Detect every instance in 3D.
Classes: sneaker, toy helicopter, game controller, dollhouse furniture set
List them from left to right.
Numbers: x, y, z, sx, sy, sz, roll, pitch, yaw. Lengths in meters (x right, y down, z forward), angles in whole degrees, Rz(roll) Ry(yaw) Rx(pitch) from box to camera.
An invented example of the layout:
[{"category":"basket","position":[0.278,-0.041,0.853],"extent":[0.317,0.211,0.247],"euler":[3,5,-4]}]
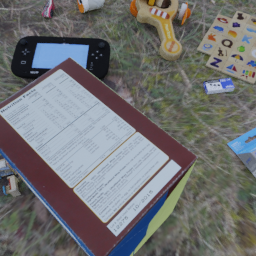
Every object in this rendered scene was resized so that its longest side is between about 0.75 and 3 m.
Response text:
[{"category":"dollhouse furniture set","position":[-2.733,1.083,6.047],"extent":[0.554,0.551,0.786],"euler":[-18,60,-11]},{"category":"sneaker","position":[-2.667,-4.051,9.371],"extent":[0.319,0.344,0.854],"euler":[0,59,3]},{"category":"game controller","position":[-1.878,-1.963,7.935],"extent":[2.733,0.575,1.425],"euler":[2,58,2]},{"category":"sneaker","position":[-1.358,-4.776,9.673],"extent":[0.933,0.768,2.029],"euler":[-10,66,-15]},{"category":"toy helicopter","position":[1.218,-3.315,8.700],"extent":[1.868,1.114,2.825],"euler":[-5,69,-14]}]

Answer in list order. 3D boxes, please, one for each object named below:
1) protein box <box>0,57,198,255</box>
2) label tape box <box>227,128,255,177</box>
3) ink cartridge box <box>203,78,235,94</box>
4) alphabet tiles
[{"category":"protein box","position":[-0.652,0.818,4.943],"extent":[2.706,2.686,1.826],"euler":[40,66,22]},{"category":"label tape box","position":[3.313,0.626,6.345],"extent":[1.208,0.530,1.676],"euler":[-26,62,-15]},{"category":"ink cartridge box","position":[2.479,-1.146,7.664],"extent":[0.750,0.166,0.353],"euler":[-7,59,-5]},{"category":"alphabet tiles","position":[3.573,-2.567,8.596],"extent":[2.388,0.091,2.870],"euler":[25,62,15]}]
